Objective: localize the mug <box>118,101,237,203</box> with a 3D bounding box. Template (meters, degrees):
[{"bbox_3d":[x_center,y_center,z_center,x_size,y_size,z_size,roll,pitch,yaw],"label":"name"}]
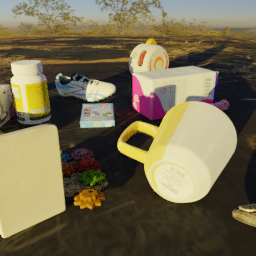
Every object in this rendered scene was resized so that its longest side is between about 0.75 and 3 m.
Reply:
[{"bbox_3d":[1.052,0.640,6.031,2.203,1.764,1.808,-14,21,36],"label":"mug"}]

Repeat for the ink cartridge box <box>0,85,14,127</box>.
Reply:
[{"bbox_3d":[-4.537,-0.680,9.406,0.683,1.209,1.647,1,24,2],"label":"ink cartridge box"}]

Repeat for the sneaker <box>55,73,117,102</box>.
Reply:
[{"bbox_3d":[-1.854,-1.779,11.878,2.817,1.021,1.013,7,44,20],"label":"sneaker"}]

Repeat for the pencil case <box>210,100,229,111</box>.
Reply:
[{"bbox_3d":[3.444,-0.813,10.725,1.024,0.424,0.443,-17,14,-39],"label":"pencil case"}]

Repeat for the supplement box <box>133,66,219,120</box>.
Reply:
[{"bbox_3d":[1.801,-1.446,10.869,2.972,1.504,1.536,-11,25,-25],"label":"supplement box"}]

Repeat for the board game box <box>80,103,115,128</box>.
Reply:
[{"bbox_3d":[-1.078,-0.478,9.990,1.147,0.277,1.516,-2,28,-4],"label":"board game box"}]

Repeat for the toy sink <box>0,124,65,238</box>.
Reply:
[{"bbox_3d":[-1.981,0.762,5.107,1.204,1.848,1.035,-19,29,-36],"label":"toy sink"}]

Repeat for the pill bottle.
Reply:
[{"bbox_3d":[-3.362,-1.245,9.683,1.161,2.031,1.161,0,23,0],"label":"pill bottle"}]

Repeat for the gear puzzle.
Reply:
[{"bbox_3d":[-1.184,1.047,6.398,1.287,0.326,2.486,-8,24,-19],"label":"gear puzzle"}]

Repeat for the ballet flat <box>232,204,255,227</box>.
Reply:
[{"bbox_3d":[2.916,1.514,4.872,2.115,0.490,0.713,4,4,8],"label":"ballet flat"}]

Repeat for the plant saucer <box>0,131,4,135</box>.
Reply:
[{"bbox_3d":[-5.081,0.482,7.347,2.730,0.661,2.730,0,23,0],"label":"plant saucer"}]

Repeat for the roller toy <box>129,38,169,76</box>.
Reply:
[{"bbox_3d":[1.092,-3.546,15.200,1.513,2.165,1.975,23,49,41],"label":"roller toy"}]
